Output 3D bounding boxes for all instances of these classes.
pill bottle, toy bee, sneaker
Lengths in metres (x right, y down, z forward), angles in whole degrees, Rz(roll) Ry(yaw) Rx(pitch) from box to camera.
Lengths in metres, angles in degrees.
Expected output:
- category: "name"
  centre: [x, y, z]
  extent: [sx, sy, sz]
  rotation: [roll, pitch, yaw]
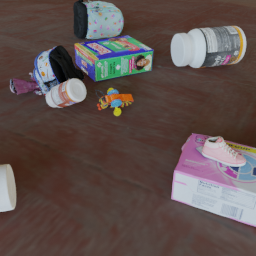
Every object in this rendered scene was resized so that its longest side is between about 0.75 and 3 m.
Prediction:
- category: "pill bottle"
  centre: [-3.420, 1.355, 5.464]
  extent: [2.185, 1.234, 1.234]
  rotation: [-8, 34, -14]
- category: "pill bottle"
  centre: [3.563, -3.614, 12.590]
  extent: [2.963, 1.724, 1.724]
  rotation: [-9, 34, -13]
- category: "toy bee"
  centre: [-0.616, -0.926, 9.318]
  extent: [1.524, 0.829, 0.998]
  rotation: [23, 49, -31]
- category: "sneaker"
  centre: [2.020, 0.470, 5.846]
  extent: [0.906, 0.474, 0.341]
  rotation: [17, 35, 24]
- category: "pill bottle"
  centre: [-2.049, -1.082, 9.090]
  extent: [1.343, 0.753, 0.753]
  rotation: [-12, 21, 40]

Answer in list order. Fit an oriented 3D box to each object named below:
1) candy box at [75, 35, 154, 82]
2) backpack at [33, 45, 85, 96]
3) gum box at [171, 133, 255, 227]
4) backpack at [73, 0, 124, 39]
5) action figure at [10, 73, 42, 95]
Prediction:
- category: "candy box"
  centre: [-0.676, -3.173, 12.478]
  extent: [2.798, 1.078, 2.365]
  rotation: [-18, 39, -23]
- category: "backpack"
  centre: [-2.595, -2.059, 10.241]
  extent: [1.365, 1.688, 1.772]
  rotation: [-8, 31, 17]
- category: "gum box"
  centre: [2.339, 1.112, 6.111]
  extent: [2.692, 0.890, 1.528]
  rotation: [14, 36, 21]
- category: "backpack"
  centre: [-1.712, -6.346, 16.590]
  extent: [2.817, 2.351, 1.783]
  rotation: [-13, 54, -24]
- category: "action figure"
  centre: [-3.707, -1.523, 10.588]
  extent: [1.310, 0.878, 0.976]
  rotation: [-6, -11, -30]
